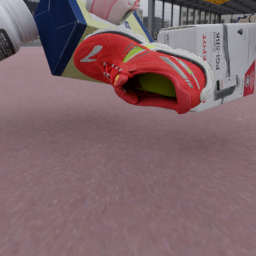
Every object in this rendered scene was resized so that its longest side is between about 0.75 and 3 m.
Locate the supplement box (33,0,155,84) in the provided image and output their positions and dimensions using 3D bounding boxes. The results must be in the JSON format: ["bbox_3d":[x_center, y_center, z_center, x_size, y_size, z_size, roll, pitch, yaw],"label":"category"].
[{"bbox_3d":[-1.119,-3.096,8.982,2.818,1.894,2.821,3,51,-39],"label":"supplement box"}]

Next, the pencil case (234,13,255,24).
[{"bbox_3d":[4.357,-3.087,7.434,1.145,1.316,2.943,23,-23,-29],"label":"pencil case"}]

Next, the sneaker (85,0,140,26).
[{"bbox_3d":[-0.030,-2.658,4.959,0.907,1.734,0.653,35,31,6],"label":"sneaker"}]

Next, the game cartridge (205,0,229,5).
[{"bbox_3d":[3.047,-4.035,7.813,1.741,0.320,1.975,-14,3,-44],"label":"game cartridge"}]

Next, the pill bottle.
[{"bbox_3d":[-4.193,-2.616,8.046,2.863,1.631,1.631,-35,33,-19],"label":"pill bottle"}]

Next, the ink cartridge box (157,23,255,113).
[{"bbox_3d":[2.172,-1.651,7.357,2.746,2.016,1.138,-19,21,-37],"label":"ink cartridge box"}]

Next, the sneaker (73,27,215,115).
[{"bbox_3d":[0.014,-0.971,4.751,2.783,1.072,1.182,19,43,29],"label":"sneaker"}]
